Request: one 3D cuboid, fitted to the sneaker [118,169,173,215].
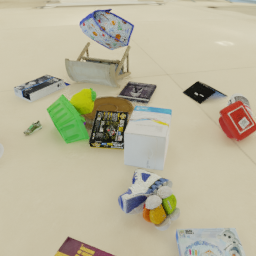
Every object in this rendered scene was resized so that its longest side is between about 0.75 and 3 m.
[{"bbox_3d":[0.332,1.742,8.055,1.745,0.705,1.008,-17,32,-35],"label":"sneaker"}]

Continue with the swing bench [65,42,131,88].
[{"bbox_3d":[-1.465,-3.195,14.748,2.617,1.707,2.631,12,40,16],"label":"swing bench"}]

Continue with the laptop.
[{"bbox_3d":[3.788,-1.676,13.793,1.569,0.810,1.390,-36,41,-7],"label":"laptop"}]

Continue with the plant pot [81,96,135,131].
[{"bbox_3d":[-0.878,-0.715,12.036,2.743,0.377,2.743,0,33,0],"label":"plant pot"}]

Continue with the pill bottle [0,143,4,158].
[{"bbox_3d":[-5.082,0.475,9.605,1.827,1.018,1.018,26,41,33],"label":"pill bottle"}]

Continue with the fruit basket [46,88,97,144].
[{"bbox_3d":[-1.955,-0.595,10.784,2.068,1.491,2.068,-10,40,8],"label":"fruit basket"}]

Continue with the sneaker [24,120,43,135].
[{"bbox_3d":[-3.761,-0.045,10.997,0.327,0.377,0.851,19,38,27],"label":"sneaker"}]

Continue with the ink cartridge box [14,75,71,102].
[{"bbox_3d":[-4.252,-2.129,14.126,1.288,0.508,2.590,21,37,30],"label":"ink cartridge box"}]

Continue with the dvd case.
[{"bbox_3d":[0.478,-1.782,13.852,1.535,0.165,2.065,10,32,14],"label":"dvd case"}]

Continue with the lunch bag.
[{"bbox_3d":[-1.008,-4.441,12.418,1.980,1.226,1.684,19,-5,-29],"label":"lunch bag"}]

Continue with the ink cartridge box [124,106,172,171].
[{"bbox_3d":[0.709,0.292,9.571,1.345,1.351,1.841,7,33,10],"label":"ink cartridge box"}]

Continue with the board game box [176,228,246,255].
[{"bbox_3d":[1.935,2.988,6.364,1.472,0.319,1.465,-1,33,-1],"label":"board game box"}]

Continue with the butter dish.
[{"bbox_3d":[4.007,-0.168,10.731,1.342,0.992,1.338,-26,81,-28],"label":"butter dish"}]

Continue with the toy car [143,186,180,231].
[{"bbox_3d":[0.814,2.097,7.398,1.049,0.918,0.787,-30,11,-38],"label":"toy car"}]

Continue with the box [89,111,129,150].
[{"bbox_3d":[-0.686,0.042,10.501,1.280,0.396,1.603,4,49,4],"label":"box"}]

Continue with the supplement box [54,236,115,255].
[{"bbox_3d":[-0.491,3.263,5.154,2.280,1.177,1.492,13,35,19],"label":"supplement box"}]

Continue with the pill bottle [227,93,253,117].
[{"bbox_3d":[4.657,-0.842,11.759,0.876,0.876,1.583,7,34,10],"label":"pill bottle"}]
